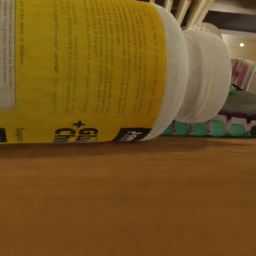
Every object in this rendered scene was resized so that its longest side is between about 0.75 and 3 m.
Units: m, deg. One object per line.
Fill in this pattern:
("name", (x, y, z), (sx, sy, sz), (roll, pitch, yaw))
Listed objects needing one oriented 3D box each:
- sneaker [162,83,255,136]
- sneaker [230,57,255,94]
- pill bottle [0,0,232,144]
("sneaker", (0.879, -0.513, 3.876), (2.801, 1.226, 1.042), (0, 2, 16))
("sneaker", (2.427, -0.470, 4.718), (1.160, 1.055, 2.623), (21, 1, -38))
("pill bottle", (-0.310, -0.544, 2.717), (2.440, 1.367, 1.367), (0, 2, -19))
